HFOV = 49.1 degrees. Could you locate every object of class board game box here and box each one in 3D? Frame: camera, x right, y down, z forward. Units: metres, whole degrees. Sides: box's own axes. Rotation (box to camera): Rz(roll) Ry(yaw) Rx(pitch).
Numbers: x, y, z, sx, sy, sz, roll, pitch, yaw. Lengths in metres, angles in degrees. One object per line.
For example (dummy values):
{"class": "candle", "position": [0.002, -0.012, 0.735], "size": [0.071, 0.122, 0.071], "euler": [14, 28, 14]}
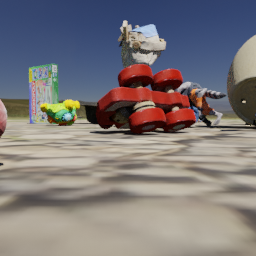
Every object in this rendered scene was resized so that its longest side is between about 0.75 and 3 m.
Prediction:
{"class": "board game box", "position": [-3.801, -1.473, 12.589], "size": [1.738, 2.582, 0.376], "euler": [1, 3, 37]}

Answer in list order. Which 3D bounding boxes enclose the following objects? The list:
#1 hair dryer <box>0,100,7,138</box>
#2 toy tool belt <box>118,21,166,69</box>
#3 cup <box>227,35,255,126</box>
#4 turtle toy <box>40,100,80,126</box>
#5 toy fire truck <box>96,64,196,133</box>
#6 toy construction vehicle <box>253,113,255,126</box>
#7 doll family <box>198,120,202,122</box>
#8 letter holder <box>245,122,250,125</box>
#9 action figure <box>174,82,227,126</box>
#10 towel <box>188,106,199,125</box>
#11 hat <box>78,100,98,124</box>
{"class": "hair dryer", "position": [-1.761, -0.080, 0.709], "size": [2.867, 0.779, 2.184], "euler": [0, 1, -41]}
{"class": "toy tool belt", "position": [0.517, -3.344, 10.596], "size": [1.738, 1.710, 2.783], "euler": [-11, 23, 24]}
{"class": "cup", "position": [3.960, -1.135, 7.846], "size": [2.857, 2.857, 2.043], "euler": [2, 28, 43]}
{"class": "turtle toy", "position": [-2.316, -0.504, 10.067], "size": [1.189, 0.825, 1.632], "euler": [-7, 0, 10]}
{"class": "toy fire truck", "position": [0.251, -0.351, 5.878], "size": [2.081, 1.167, 1.747], "euler": [-1, -22, -38]}
{"class": "toy construction vehicle", "position": [3.507, -0.080, 6.701], "size": [0.939, 0.380, 1.079], "euler": [13, -4, -42]}
{"class": "doll family", "position": [3.939, -0.512, 16.530], "size": [0.938, 0.368, 0.542], "euler": [4, -1, 21]}
{"class": "letter holder", "position": [5.921, -0.657, 10.727], "size": [2.248, 1.131, 1.598], "euler": [2, 1, 42]}
{"class": "action figure", "position": [2.249, -0.797, 8.462], "size": [1.945, 1.017, 1.881], "euler": [36, 11, -25]}
{"class": "towel", "position": [0.761, -0.331, 8.664], "size": [1.457, 0.633, 2.609], "euler": [-2, 2, -44]}
{"class": "hat", "position": [-1.319, -0.709, 13.040], "size": [2.428, 0.979, 2.428], "euler": [4, 11, -1]}
